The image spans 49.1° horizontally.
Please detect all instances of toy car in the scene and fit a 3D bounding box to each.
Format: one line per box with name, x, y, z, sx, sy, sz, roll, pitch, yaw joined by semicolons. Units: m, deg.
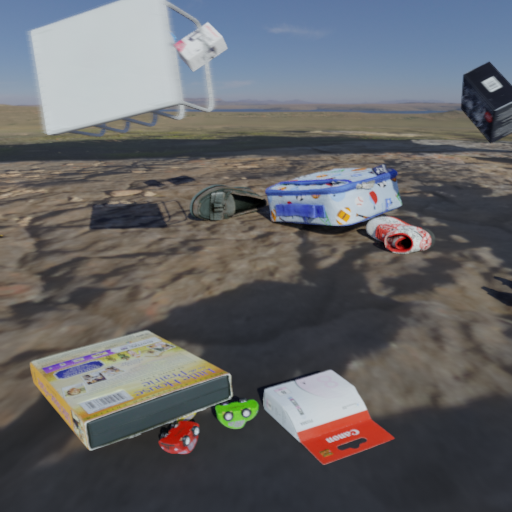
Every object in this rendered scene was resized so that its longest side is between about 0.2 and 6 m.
toy car;-0.435;1.552;5.270;0.941;0.223;1.000;-7;12;-9

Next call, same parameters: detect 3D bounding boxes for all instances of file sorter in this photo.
file sorter;-1.852;-2.581;8.010;2.092;1.452;1.303;-7;3;22

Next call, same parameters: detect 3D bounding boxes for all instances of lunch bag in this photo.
lunch bag;1.746;-1.380;13.063;2.384;1.124;2.975;-17;13;-33

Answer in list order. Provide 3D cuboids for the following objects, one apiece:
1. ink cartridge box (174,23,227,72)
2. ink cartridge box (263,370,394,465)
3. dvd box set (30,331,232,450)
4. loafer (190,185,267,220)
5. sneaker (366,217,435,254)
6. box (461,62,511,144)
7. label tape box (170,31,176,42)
ink cartridge box;-1.172;-4.417;11.839;0.899;0.379;0.651;-35;60;-4
ink cartridge box;0.693;1.530;5.491;0.861;0.302;1.060;-9;15;-28
dvd box set;-1.360;1.269;5.788;1.444;0.290;1.973;-13;13;-33
loafer;-0.639;-1.354;14.171;0.744;0.850;2.366;19;23;33
sneaker;2.762;-0.442;11.524;0.860;0.536;1.605;-12;23;-43
box;3.867;-2.524;9.267;0.493;0.862;0.947;-27;59;4
label tape box;-1.949;-4.257;10.789;0.754;0.544;0.239;52;36;11
